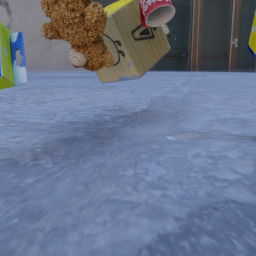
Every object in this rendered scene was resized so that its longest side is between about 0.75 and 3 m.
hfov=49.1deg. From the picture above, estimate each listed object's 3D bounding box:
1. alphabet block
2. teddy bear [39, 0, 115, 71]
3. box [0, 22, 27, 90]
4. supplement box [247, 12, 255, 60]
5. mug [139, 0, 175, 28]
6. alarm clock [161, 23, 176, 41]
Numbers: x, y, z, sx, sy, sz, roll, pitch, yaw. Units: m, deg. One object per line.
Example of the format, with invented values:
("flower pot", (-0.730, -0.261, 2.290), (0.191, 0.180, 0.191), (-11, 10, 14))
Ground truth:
("alphabet block", (-0.170, -2.984, 9.439), (2.071, 2.120, 2.082), (1, 40, 46))
("teddy bear", (-1.323, -2.497, 6.546), (2.059, 2.840, 0.948), (14, 51, 14))
("box", (-3.047, -1.242, 5.365), (2.056, 1.254, 0.490), (-12, -16, 4))
("supplement box", (3.996, -2.940, 7.205), (1.187, 2.181, 1.195), (6, 30, 10))
("mug", (0.537, -3.268, 7.199), (1.049, 1.181, 0.788), (-27, -17, 32))
("alarm clock", (1.237, -3.455, 10.076), (1.096, 0.365, 0.740), (32, 54, 1))
